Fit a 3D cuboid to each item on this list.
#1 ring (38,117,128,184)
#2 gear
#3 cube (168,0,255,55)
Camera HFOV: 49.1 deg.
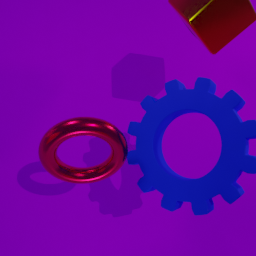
[{"bbox_3d":[-0.674,0.385,4.328,1.366,1.366,0.273,-10,42,-2],"label":"ring"},{"bbox_3d":[0.958,0.267,4.409,2.062,0.381,2.062,-3,83,30],"label":"gear"},{"bbox_3d":[1.505,-2.137,5.038,0.975,0.975,0.975,-40,45,19],"label":"cube"}]
